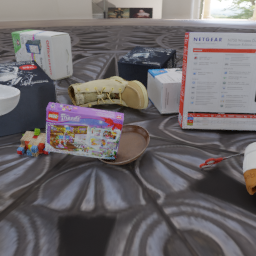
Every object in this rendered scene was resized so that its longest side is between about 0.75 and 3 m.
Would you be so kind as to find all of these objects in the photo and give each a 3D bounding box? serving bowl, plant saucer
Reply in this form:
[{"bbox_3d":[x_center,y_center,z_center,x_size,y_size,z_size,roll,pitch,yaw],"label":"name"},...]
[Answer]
[{"bbox_3d":[-2.436,-0.420,4.609,1.247,0.410,1.247,6,19,-2],"label":"serving bowl"},{"bbox_3d":[-0.120,0.423,6.717,1.358,0.234,1.358,-13,35,9],"label":"plant saucer"}]

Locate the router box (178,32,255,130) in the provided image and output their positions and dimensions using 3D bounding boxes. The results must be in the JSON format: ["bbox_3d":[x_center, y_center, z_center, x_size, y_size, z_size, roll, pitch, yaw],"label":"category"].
[{"bbox_3d":[2.977,-1.265,7.736,2.906,2.608,0.710,2,18,2],"label":"router box"}]

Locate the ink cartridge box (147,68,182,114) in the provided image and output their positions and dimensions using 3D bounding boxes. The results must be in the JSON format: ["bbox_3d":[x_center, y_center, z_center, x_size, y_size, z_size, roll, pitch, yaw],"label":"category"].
[{"bbox_3d":[2.150,-1.377,9.804,2.607,1.119,1.909,-6,25,-9],"label":"ink cartridge box"}]

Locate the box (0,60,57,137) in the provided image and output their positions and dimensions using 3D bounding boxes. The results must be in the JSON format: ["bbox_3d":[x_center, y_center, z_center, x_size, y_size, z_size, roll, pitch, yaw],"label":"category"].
[{"bbox_3d":[-3.746,-0.935,8.368,2.686,1.399,2.446,-14,34,-26],"label":"box"}]

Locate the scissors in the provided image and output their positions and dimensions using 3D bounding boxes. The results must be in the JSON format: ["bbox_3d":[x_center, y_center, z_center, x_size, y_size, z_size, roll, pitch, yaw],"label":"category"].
[{"bbox_3d":[2.113,0.718,6.332,1.086,0.397,0.076,-9,59,-22],"label":"scissors"}]

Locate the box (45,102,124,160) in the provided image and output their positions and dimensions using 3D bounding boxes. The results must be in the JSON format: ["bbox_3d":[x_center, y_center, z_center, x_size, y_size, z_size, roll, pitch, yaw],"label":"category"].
[{"bbox_3d":[-0.973,0.095,6.190,1.625,1.112,0.318,9,32,-6],"label":"box"}]

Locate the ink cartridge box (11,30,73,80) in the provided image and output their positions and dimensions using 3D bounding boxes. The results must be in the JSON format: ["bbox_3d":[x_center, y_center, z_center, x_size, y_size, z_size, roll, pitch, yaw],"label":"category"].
[{"bbox_3d":[-4.000,-3.468,13.136,2.710,1.969,1.186,15,29,28],"label":"ink cartridge box"}]

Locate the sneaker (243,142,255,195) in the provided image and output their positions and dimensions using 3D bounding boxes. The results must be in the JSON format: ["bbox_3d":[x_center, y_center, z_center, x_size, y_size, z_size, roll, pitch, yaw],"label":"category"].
[{"bbox_3d":[3.532,1.159,4.984,2.853,1.039,1.208,10,50,20],"label":"sneaker"}]

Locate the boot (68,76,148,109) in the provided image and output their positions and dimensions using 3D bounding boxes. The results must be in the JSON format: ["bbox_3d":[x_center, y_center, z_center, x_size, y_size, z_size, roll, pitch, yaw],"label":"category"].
[{"bbox_3d":[-0.736,-1.086,9.358,2.054,0.962,2.643,-14,28,-27],"label":"boot"}]

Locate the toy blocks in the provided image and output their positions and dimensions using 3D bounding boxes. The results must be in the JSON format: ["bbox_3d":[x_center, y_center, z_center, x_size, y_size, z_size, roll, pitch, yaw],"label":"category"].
[{"bbox_3d":[-2.272,0.417,6.922,0.976,0.488,0.667,7,38,5],"label":"toy blocks"}]

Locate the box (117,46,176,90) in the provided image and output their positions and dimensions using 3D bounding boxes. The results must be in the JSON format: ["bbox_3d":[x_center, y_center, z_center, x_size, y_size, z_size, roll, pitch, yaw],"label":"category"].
[{"bbox_3d":[0.859,-2.573,11.929,1.930,1.152,1.963,12,39,23],"label":"box"}]
